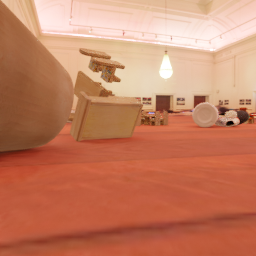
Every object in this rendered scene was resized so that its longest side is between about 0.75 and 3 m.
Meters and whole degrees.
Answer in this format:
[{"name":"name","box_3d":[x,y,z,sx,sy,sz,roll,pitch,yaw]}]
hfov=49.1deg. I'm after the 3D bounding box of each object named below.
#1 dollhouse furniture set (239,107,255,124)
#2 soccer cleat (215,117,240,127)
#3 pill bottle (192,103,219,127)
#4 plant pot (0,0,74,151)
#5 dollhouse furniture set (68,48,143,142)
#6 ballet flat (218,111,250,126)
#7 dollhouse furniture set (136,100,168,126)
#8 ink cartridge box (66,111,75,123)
[{"name":"dollhouse furniture set","box_3d":[6.303,-0.649,14.277,1.564,0.806,1.547,-1,4,-14]},{"name":"soccer cleat","box_3d":[3.949,-0.224,11.331,0.464,0.374,1.090,-27,17,-39]},{"name":"pill bottle","box_3d":[3.183,-0.533,11.400,0.961,0.961,1.715,1,3,19]},{"name":"plant pot","box_3d":[-2.183,-0.660,4.190,2.699,2.699,2.342,3,-13,34]},{"name":"dollhouse furniture set","box_3d":[-0.969,-0.713,6.960,1.504,1.984,2.264,-1,31,-39]},{"name":"ballet flat","box_3d":[4.206,-0.414,11.844,0.680,0.680,1.861,-2,-2,-24]},{"name":"dollhouse furniture set","box_3d":[0.746,-0.673,12.419,1.646,1.093,1.443,-3,5,-40]},{"name":"ink cartridge box","box_3d":[-3.281,-0.626,15.132,1.526,0.643,1.114,3,5,35]}]
